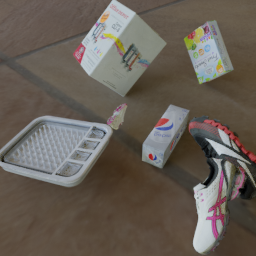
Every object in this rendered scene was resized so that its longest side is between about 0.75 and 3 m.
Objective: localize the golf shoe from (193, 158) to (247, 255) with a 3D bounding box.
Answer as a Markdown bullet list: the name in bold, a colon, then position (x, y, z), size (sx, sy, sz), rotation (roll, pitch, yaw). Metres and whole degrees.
- **golf shoe**: position (1.679, 1.566, 5.785), size (0.894, 0.705, 1.942), rotation (24, 79, 0)

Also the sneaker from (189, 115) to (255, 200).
- **sneaker**: position (2.385, 0.750, 7.000), size (1.246, 0.901, 2.550), rotation (-39, 70, -19)

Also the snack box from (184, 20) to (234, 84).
- **snack box**: position (2.908, -2.727, 10.242), size (0.497, 1.335, 1.878), rotation (-18, 88, -28)

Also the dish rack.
- **dish rack**: position (-1.884, 0.594, 7.455), size (2.611, 0.568, 2.241), rotation (10, 40, 21)

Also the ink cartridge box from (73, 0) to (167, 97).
- **ink cartridge box**: position (-0.313, -2.783, 9.812), size (1.775, 2.454, 1.783), rotation (28, 18, -44)

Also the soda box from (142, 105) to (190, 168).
- **soda box**: position (1.123, 0.179, 8.106), size (0.642, 0.691, 2.025), rotation (20, 45, 21)

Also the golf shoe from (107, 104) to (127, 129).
- **golf shoe**: position (-0.272, -0.355, 8.713), size (0.349, 0.424, 0.927), rotation (-1, 46, 53)
